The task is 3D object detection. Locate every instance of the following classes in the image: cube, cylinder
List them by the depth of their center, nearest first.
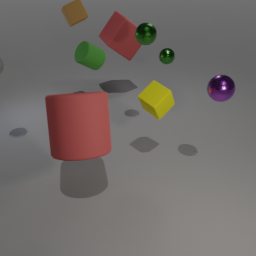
[{"bbox_3d":[-1.119,-0.094,6.446,1.400,1.400,1.400,-3,9,1],"label":"cylinder"},{"bbox_3d":[0.830,-0.809,8.143,0.700,0.700,0.700,-46,58,-9],"label":"cube"},{"bbox_3d":[-1.186,-2.248,8.744,0.700,0.700,0.700,29,9,42],"label":"cylinder"},{"bbox_3d":[-1.999,-4.310,10.500,0.700,0.700,0.700,-32,20,-10],"label":"cube"},{"bbox_3d":[-0.234,-4.198,12.772,1.400,1.400,1.400,26,20,-37],"label":"cube"}]

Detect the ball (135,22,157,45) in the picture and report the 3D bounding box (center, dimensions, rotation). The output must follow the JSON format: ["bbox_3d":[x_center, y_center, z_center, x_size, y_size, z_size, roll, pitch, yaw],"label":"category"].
[{"bbox_3d":[0.575,-3.023,9.008,0.700,0.700,0.700,0,29,0],"label":"ball"}]

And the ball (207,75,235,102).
[{"bbox_3d":[2.403,-1.024,7.237,0.700,0.700,0.700,0,29,0],"label":"ball"}]

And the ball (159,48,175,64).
[{"bbox_3d":[1.711,-3.154,12.315,0.700,0.700,0.700,0,29,0],"label":"ball"}]

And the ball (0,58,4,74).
[{"bbox_3d":[-3.946,-1.812,8.033,0.700,0.700,0.700,0,29,0],"label":"ball"}]
